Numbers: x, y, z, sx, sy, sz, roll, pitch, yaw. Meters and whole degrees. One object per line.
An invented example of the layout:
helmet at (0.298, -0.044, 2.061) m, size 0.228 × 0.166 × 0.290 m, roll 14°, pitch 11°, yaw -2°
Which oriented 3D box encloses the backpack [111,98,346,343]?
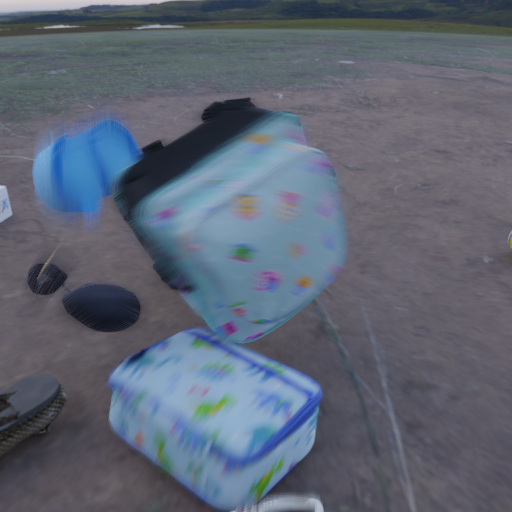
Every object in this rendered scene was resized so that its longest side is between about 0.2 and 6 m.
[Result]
backpack at (-0.099, -0.272, 7.360) m, size 2.473 × 2.813 × 2.156 m, roll -37°, pitch 44°, yaw -16°

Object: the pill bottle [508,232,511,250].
pill bottle at (5.497, -0.116, 10.982) m, size 0.645 × 0.645 × 1.151 m, roll -2°, pitch 28°, yaw -4°

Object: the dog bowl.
dog bowl at (-2.704, -1.420, 9.073) m, size 0.539 × 1.211 × 2.173 m, roll -11°, pitch 20°, yaw 29°

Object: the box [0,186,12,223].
box at (-6.306, -0.990, 12.491) m, size 0.830 × 0.748 × 1.475 m, roll 6°, pitch 29°, yaw 12°

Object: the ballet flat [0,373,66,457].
ballet flat at (-3.530, 2.364, 6.536) m, size 0.956 × 0.658 × 2.838 m, roll 25°, pitch 42°, yaw 37°

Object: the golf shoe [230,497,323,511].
golf shoe at (-0.169, 2.718, 5.440) m, size 1.758 × 0.774 × 0.679 m, roll -12°, pitch 52°, yaw -19°

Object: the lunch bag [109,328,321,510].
lunch bag at (-0.509, 1.835, 6.982) m, size 2.372 × 0.978 × 1.907 m, roll 22°, pitch 27°, yaw 33°

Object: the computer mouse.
computer mouse at (-2.452, 0.409, 7.659) m, size 2.638 × 0.449 × 0.773 m, roll 17°, pitch 30°, yaw 42°
